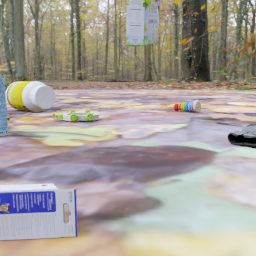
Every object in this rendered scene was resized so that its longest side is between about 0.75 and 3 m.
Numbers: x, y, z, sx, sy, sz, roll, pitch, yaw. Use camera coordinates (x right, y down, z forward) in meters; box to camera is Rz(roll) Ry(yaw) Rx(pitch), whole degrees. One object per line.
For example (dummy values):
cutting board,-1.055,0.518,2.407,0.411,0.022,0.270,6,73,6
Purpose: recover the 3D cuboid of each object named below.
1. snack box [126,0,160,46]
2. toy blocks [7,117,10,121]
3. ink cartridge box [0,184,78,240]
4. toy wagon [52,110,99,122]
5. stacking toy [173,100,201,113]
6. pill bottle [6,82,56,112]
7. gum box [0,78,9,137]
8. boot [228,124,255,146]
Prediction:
snack box,0.557,-3.710,9.343,0.651,1.747,2.457,8,22,15
toy blocks,-4.030,-0.132,8.334,0.829,0.414,0.567,0,21,5
ink cartridge box,-0.945,0.749,2.504,0.986,0.467,0.183,0,9,-3
toy wagon,-1.880,-0.428,10.105,1.630,0.322,1.264,-3,9,-12
stacking toy,2.678,-0.967,12.926,1.324,0.565,0.565,1,8,45
pill bottle,-4.545,-1.474,13.138,2.485,1.397,1.397,8,12,42
gum box,-3.664,-0.587,7.449,1.262,1.486,0.331,8,12,40
boot,3.030,0.213,5.997,1.529,0.518,0.999,-1,11,45
